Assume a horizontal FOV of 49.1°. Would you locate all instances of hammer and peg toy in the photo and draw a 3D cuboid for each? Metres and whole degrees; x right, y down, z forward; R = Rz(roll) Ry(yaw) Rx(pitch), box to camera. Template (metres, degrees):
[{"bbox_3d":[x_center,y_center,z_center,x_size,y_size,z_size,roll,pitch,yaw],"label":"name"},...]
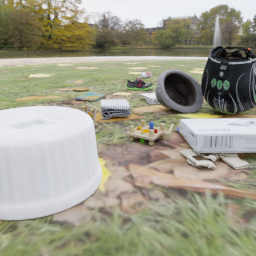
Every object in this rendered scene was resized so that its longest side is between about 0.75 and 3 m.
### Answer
[{"bbox_3d":[0.738,0.154,8.108,1.301,0.459,0.957,11,21,30],"label":"hammer and peg toy"},{"bbox_3d":[-1.394,-0.471,9.578,0.348,0.726,0.986,-3,16,-39],"label":"hammer and peg toy"}]

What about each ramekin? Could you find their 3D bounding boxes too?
[{"bbox_3d":[-1.933,0.464,5.678,2.779,1.355,2.779,0,17,0],"label":"ramekin"}]

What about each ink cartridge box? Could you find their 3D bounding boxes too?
[{"bbox_3d":[1.380,-1.413,13.322,1.186,0.369,1.474,-6,14,-18],"label":"ink cartridge box"},{"bbox_3d":[2.841,0.070,7.828,2.619,0.533,2.624,0,12,-2],"label":"ink cartridge box"}]

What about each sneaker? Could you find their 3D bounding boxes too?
[{"bbox_3d":[0.688,-2.544,16.233,1.626,0.681,0.624,1,18,3],"label":"sneaker"}]

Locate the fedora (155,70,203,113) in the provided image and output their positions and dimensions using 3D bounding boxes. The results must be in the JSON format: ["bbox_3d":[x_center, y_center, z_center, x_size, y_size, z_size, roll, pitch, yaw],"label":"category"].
[{"bbox_3d":[1.982,-1.409,11.676,2.149,1.901,0.970,12,-22,-25],"label":"fedora"}]

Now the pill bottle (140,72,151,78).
[{"bbox_3d":[1.328,-4.008,21.209,0.823,0.462,0.462,-13,22,-36],"label":"pill bottle"}]

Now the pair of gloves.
[{"bbox_3d":[2.071,0.690,6.815,1.349,0.237,1.147,-2,18,-9],"label":"pair of gloves"}]

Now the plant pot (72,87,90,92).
[{"bbox_3d":[-2.697,-2.215,16.118,0.992,0.136,0.992,0,18,0],"label":"plant pot"}]

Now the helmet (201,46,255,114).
[{"bbox_3d":[4.081,-1.751,10.837,2.605,2.484,2.605,-7,34,4],"label":"helmet"}]

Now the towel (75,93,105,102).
[{"bbox_3d":[-1.860,-1.509,13.901,1.022,0.151,1.393,7,20,21],"label":"towel"}]

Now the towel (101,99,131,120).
[{"bbox_3d":[-0.503,-0.728,10.765,1.116,0.577,1.348,-1,16,-7],"label":"towel"}]
